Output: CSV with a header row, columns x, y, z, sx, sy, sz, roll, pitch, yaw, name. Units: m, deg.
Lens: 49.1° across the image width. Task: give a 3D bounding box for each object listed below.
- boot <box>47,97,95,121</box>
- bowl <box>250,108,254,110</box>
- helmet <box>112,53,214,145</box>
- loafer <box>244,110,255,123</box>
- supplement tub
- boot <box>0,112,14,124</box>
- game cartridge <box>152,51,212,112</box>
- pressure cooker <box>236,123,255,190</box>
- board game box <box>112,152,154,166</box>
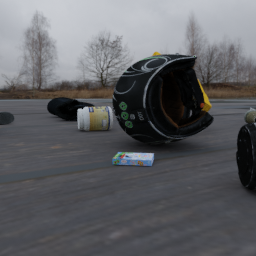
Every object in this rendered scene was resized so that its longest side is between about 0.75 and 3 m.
x,y,z,sx,sy,sz,roll,pitch,yaw,name
-3.403,-1.079,15.149,2.993,1.143,2.515,8,5,9,boot
6.386,-0.595,13.812,0.964,0.433,0.964,23,12,-5,bowl
0.899,-0.803,7.989,2.735,2.735,2.607,-3,6,-20,helmet
6.207,-0.393,12.020,2.214,0.832,0.771,-6,18,2,loafer
-1.284,-0.363,10.848,1.277,0.922,0.922,-3,8,-15,supplement tub
-6.399,-0.451,13.086,1.768,0.580,1.458,1,5,43,boot
2.004,-1.892,10.947,2.418,0.445,2.743,30,25,-14,game cartridge
2.391,0.427,4.301,1.221,1.091,1.074,0,4,7,pressure cooker
0.129,0.667,6.049,0.818,0.150,0.619,2,7,9,board game box
